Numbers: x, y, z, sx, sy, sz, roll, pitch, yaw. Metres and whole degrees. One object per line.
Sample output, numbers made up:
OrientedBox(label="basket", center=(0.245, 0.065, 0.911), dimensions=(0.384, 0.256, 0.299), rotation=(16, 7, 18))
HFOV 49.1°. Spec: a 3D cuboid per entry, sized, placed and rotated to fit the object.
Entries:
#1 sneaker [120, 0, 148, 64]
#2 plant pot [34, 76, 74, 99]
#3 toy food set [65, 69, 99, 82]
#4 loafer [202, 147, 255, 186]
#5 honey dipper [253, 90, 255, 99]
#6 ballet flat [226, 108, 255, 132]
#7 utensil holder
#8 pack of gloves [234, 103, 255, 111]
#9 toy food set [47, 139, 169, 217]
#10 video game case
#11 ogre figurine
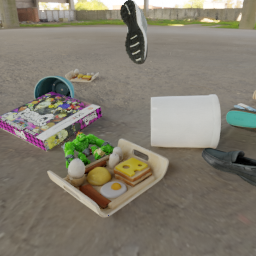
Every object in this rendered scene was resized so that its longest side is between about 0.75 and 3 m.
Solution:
OrientedBox(label="sneaker", center=(0.472, -4.135, 12.182), dimensions=(1.037, 2.805, 1.112), rotation=(-13, -8, 37))
OrientedBox(label="plant pot", center=(-2.905, -1.491, 11.693), dimensions=(1.526, 1.526, 1.434), rotation=(2, 18, 3))
OrientedBox(label="toy food set", center=(-2.622, -3.059, 16.097), dimensions=(1.638, 0.495, 1.175), rotation=(5, 25, 10))
OrientedBox(label="loafer", center=(2.854, 0.874, 7.392), dimensions=(0.663, 0.685, 1.953), rotation=(-21, 32, -37))
OrientedBox(label="honey dipper", center=(6.665, -1.189, 12.175), dimensions=(2.308, 0.438, 0.438), rotation=(22, 33, 37))
OrientedBox(label="ballet flat", center=(4.710, -0.189, 9.511), dimensions=(0.923, 0.917, 2.698), rotation=(-7, 24, -40))
OrientedBox(label="utensil holder", center=(1.675, -0.186, 8.603), dimensions=(1.945, 1.653, 1.653), rotation=(-1, 25, 4))
OrientedBox(label="pack of gloves", center=(4.903, -0.761, 11.640), dimensions=(0.750, 0.176, 0.893), rotation=(-11, 31, -40))
OrientedBox(label="toy food set", center=(-0.430, 1.016, 6.989), dimensions=(1.817, 0.765, 2.533), rotation=(22, 33, 39))
OrientedBox(label="video game case", center=(-2.778, -0.375, 9.939), dimensions=(2.784, 0.499, 2.524), rotation=(19, 39, 35))
OrientedBox(label="ogre figurine", center=(-1.236, 0.612, 8.004), dimensions=(1.503, 0.738, 0.901), rotation=(-35, 55, -22))
